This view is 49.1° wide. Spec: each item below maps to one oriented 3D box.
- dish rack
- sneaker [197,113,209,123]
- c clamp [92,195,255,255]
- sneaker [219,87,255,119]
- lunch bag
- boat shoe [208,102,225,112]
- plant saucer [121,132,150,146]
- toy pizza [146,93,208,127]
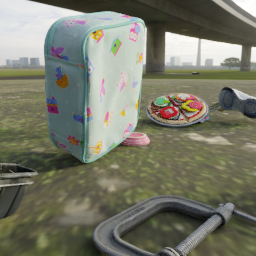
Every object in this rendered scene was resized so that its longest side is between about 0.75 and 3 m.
[{"bbox_3d":[-2.341,0.388,2.653,2.448,0.668,1.878,16,-9,3],"label":"dish rack"},{"bbox_3d":[2.489,-0.478,9.769,0.434,0.522,1.093,8,15,32],"label":"sneaker"},{"bbox_3d":[0.598,1.096,3.109,1.813,0.246,1.549,-10,16,-42],"label":"c clamp"},{"bbox_3d":[4.192,-0.860,10.132,0.970,0.830,2.227,4,24,-30],"label":"sneaker"},{"bbox_3d":[-0.556,-0.816,5.653,1.068,2.770,2.221,22,36,24],"label":"lunch bag"},{"bbox_3d":[3.688,-0.833,11.050,1.146,0.392,0.428,-24,13,-2],"label":"boat shoe"},{"bbox_3d":[0.160,0.266,7.105,0.778,0.197,0.778,1,12,0],"label":"plant saucer"},{"bbox_3d":[1.669,-0.740,9.616,2.105,0.334,2.105,-6,35,4],"label":"toy pizza"}]
